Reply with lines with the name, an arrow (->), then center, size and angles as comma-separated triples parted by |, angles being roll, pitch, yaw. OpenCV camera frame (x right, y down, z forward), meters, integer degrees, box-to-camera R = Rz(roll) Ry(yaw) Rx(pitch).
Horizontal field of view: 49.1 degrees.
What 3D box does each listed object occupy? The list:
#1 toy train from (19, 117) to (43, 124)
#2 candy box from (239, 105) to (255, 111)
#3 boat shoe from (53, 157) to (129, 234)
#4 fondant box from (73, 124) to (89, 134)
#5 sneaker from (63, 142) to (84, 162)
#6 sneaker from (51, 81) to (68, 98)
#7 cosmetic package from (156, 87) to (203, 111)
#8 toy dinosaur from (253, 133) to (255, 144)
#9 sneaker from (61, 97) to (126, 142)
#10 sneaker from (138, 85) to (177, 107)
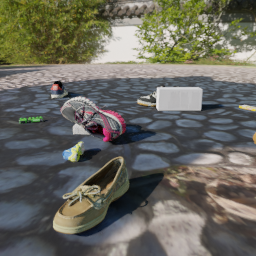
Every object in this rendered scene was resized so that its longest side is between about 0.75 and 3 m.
toy train -> -4.124, -0.329, 11.957 | 0.999, 0.208, 0.282 | -6, 27, -18
candy box -> 6.271, -1.033, 14.428 | 0.477, 0.123, 0.933 | -8, 19, -34
boat shoe -> -0.683, 1.269, 5.644 | 0.833, 0.712, 2.272 | 7, 18, 22
fondant box -> -1.471, -0.017, 10.679 | 1.071, 0.312, 0.773 | 2, 18, 4
sneaker -> -1.625, 0.666, 8.277 | 0.524, 0.377, 0.997 | 1, 18, 6
sneaker -> -4.426, -2.597, 18.155 | 0.888, 1.001, 2.368 | -2, 16, -6
cosmetic package -> 2.582, -1.479, 14.213 | 2.188, 1.110, 0.779 | 0, 16, -2
toy dinosaur -> 4.029, 0.650, 7.436 | 2.975, 0.899, 1.580 | -10, 19, -26
sneaker -> -1.363, -0.329, 9.757 | 2.613, 1.053, 0.975 | 19, 38, 28
sneaker -> 1.686, -1.808, 15.364 | 2.499, 1.096, 0.945 | -8, 20, -18
